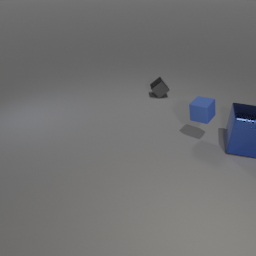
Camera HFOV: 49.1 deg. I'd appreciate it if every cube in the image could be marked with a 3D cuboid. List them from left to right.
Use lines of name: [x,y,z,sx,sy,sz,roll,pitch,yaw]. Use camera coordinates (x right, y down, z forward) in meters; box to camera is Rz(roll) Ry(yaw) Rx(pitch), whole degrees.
cube: [1.644,-2.106,14.553,0.700,0.700,0.700,-37,24,16]
cube: [2.731,-0.667,10.261,0.700,0.700,0.700,15,41,37]
cube: [4.335,0.080,9.976,1.400,1.400,1.400,10,30,11]
